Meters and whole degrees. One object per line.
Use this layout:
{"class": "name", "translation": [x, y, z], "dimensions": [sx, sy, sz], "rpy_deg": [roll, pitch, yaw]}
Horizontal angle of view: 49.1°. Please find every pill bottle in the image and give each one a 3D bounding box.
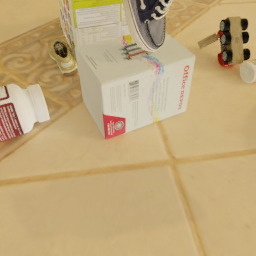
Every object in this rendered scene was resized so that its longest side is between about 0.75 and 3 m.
{"class": "pill bottle", "translation": [-3.211, -0.327, 6.950], "dimensions": [2.285, 1.291, 1.291], "rpy_deg": [-18, 48, -18]}
{"class": "pill bottle", "translation": [4.268, -1.898, 8.956], "dimensions": [1.195, 0.695, 0.695], "rpy_deg": [-16, 47, -16]}

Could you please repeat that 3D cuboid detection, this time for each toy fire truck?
{"class": "toy fire truck", "translation": [3.253, -2.860, 9.710], "dimensions": [1.094, 1.496, 1.700], "rpy_deg": [-7, 3, -6]}

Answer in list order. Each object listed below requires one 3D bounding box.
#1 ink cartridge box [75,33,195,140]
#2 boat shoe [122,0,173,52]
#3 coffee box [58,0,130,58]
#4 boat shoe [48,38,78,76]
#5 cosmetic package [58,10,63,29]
{"class": "ink cartridge box", "translation": [0.161, -1.250, 7.475], "dimensions": [2.531, 1.839, 1.830], "rpy_deg": [-19, 48, -18]}
{"class": "boat shoe", "translation": [0.556, -2.454, 5.383], "dimensions": [1.141, 2.460, 0.918], "rpy_deg": [19, 65, 34]}
{"class": "coffee box", "translation": [-0.855, -4.188, 9.789], "dimensions": [2.756, 2.725, 2.752], "rpy_deg": [-15, 47, -15]}
{"class": "boat shoe", "translation": [-2.290, -2.671, 9.577], "dimensions": [0.772, 0.820, 2.154], "rpy_deg": [-29, 49, -12]}
{"class": "cosmetic package", "translation": [-2.081, -4.566, 11.610], "dimensions": [1.417, 0.733, 0.518], "rpy_deg": [-17, 48, -15]}
